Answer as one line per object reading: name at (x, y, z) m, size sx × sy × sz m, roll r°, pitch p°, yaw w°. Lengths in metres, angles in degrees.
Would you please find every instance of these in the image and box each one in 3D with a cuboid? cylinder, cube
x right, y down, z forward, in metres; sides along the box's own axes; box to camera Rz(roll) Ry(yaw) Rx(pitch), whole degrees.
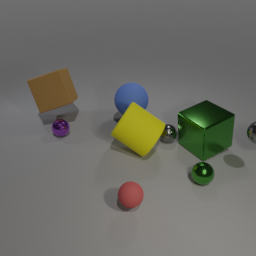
cylinder at (0.347, 0.045, 9.793) m, size 1.400 × 1.400 × 1.400 m, roll 34°, pitch 34°, yaw -2°
cube at (-3.079, -1.590, 11.676) m, size 1.400 × 1.400 × 1.400 m, roll -17°, pitch 14°, yaw 5°
cube at (2.767, 0.054, 10.066) m, size 1.400 × 1.400 × 1.400 m, roll -24°, pitch 37°, yaw -21°

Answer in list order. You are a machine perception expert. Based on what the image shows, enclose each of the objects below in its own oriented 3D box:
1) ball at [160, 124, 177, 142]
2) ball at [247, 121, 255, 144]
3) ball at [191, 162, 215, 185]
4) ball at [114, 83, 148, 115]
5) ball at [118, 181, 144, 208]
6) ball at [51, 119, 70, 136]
ball at (1.524, 0.201, 10.689) m, size 0.700 × 0.700 × 0.700 m, roll 0°, pitch 30°, yaw 0°
ball at (3.851, 0.134, 8.179) m, size 0.700 × 0.700 × 0.700 m, roll 0°, pitch 30°, yaw 0°
ball at (2.303, 1.396, 8.630) m, size 0.700 × 0.700 × 0.700 m, roll 0°, pitch 30°, yaw 0°
ball at (0.141, -1.153, 11.507) m, size 1.400 × 1.400 × 1.400 m, roll 0°, pitch 30°, yaw 0°
ball at (0.075, 1.793, 7.541) m, size 0.700 × 0.700 × 0.700 m, roll 0°, pitch 30°, yaw 0°
ball at (-2.662, -0.018, 11.065) m, size 0.700 × 0.700 × 0.700 m, roll 0°, pitch 30°, yaw 0°
